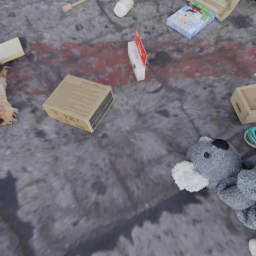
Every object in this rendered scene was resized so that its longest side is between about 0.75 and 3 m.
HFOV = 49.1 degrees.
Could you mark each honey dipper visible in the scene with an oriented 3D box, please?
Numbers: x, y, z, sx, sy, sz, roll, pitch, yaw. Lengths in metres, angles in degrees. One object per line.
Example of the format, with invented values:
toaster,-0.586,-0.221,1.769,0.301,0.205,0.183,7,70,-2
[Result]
honey dipper,-2.179,-5.410,12.098,1.431,0.272,0.272,-37,67,-21

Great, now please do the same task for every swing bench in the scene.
swing bench,3.497,-5.974,11.207,2.249,2.261,1.467,40,71,17

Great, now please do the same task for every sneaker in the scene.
sneaker,4.353,0.491,8.513,1.598,0.636,0.619,26,64,13

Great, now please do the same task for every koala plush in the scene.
koala plush,2.690,1.185,7.470,2.661,2.445,2.360,19,44,31

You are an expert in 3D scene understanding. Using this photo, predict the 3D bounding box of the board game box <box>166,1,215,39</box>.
board game box,2.586,-4.482,11.535,1.240,0.300,1.640,41,69,20

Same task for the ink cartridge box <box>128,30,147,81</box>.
ink cartridge box,0.309,-2.588,9.939,0.305,1.200,1.362,-13,61,-7

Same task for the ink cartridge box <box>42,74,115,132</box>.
ink cartridge box,-1.573,-0.836,9.073,1.808,0.679,1.489,20,60,25

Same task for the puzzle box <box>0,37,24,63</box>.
puzzle box,-4.728,-2.752,10.406,1.609,0.205,1.071,-25,51,-8

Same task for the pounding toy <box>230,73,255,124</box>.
pounding toy,4.362,-1.029,9.297,1.683,0.770,1.478,-11,61,-6

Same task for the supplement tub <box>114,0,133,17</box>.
supplement tub,-0.182,-5.098,11.732,0.567,0.567,0.782,26,64,14

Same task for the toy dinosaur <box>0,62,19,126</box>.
toy dinosaur,-4.789,-1.319,9.351,2.789,1.197,1.890,27,101,34

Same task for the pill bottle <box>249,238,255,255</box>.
pill bottle,3.750,2.975,7.066,1.150,0.688,0.688,-16,62,-9
